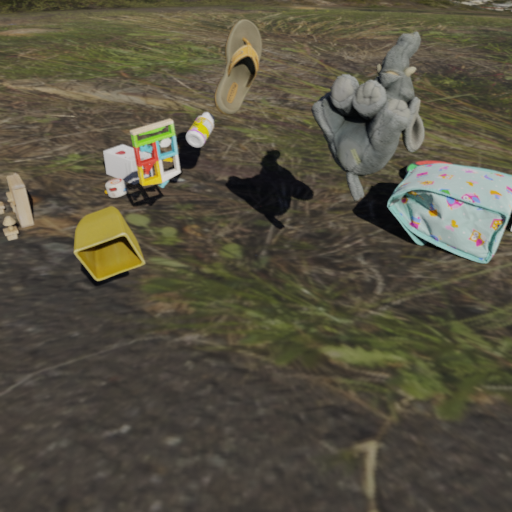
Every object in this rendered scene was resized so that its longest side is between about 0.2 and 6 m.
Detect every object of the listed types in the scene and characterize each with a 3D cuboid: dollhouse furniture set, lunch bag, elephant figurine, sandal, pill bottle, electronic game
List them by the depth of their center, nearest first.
[{"bbox_3d":[2.199,-2.448,9.530,1.706,1.870,2.411,49,43,6],"label":"elephant figurine"},{"bbox_3d":[-0.294,-3.783,11.250,0.787,1.960,0.529,19,-6,-29],"label":"sandal"},{"bbox_3d":[-1.144,-2.651,11.708,0.405,0.405,0.777,11,52,17],"label":"pill bottle"},{"bbox_3d":[4.299,-1.145,12.403,2.477,1.510,2.110,21,37,21],"label":"lunch bag"},{"bbox_3d":[-6.344,-1.071,12.685,2.178,1.063,1.857,-16,34,-25],"label":"dollhouse furniture set"},{"bbox_3d":[4.952,-2.228,15.272,1.730,0.360,1.730,0,31,0],"label":"electronic game"}]

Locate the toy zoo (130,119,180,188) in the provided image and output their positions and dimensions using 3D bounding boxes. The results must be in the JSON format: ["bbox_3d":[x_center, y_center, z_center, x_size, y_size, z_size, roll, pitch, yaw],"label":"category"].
[{"bbox_3d":[-2.009,-1.996,11.358,0.903,1.376,0.141,-24,40,-28],"label":"toy zoo"}]

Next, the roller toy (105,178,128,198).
[{"bbox_3d":[-3.595,-1.728,14.420,0.558,0.390,0.509,-27,32,-25],"label":"roller toy"}]

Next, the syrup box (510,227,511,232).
[{"bbox_3d":[6.453,-0.938,12.937,0.545,0.564,1.384,25,39,36],"label":"syrup box"}]

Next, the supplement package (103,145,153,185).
[{"bbox_3d":[-3.529,-2.529,15.435,1.184,0.709,0.718,22,37,32],"label":"supplement package"}]

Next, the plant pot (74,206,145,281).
[{"bbox_3d":[-2.092,-0.248,7.898,0.750,0.745,0.767,-19,53,0],"label":"plant pot"}]
